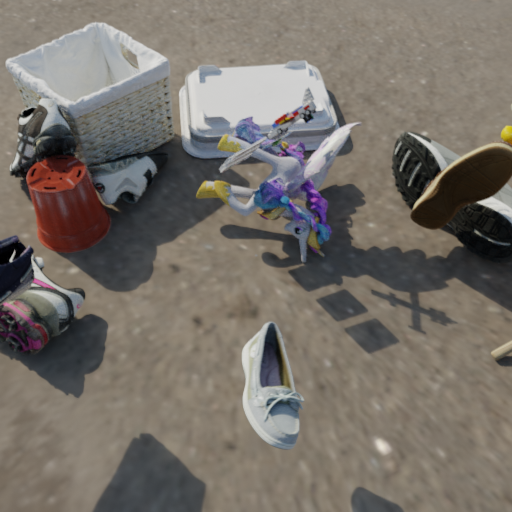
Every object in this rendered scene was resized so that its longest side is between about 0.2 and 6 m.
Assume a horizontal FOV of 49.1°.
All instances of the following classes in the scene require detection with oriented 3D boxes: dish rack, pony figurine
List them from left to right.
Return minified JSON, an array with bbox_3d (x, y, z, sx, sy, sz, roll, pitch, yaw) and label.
[{"bbox_3d":[0.032,-3.412,12.359,3.439,0.749,2.952,-5,48,-6],"label":"dish rack"},{"bbox_3d":[0.538,-1.403,9.902,2.510,2.091,2.423,29,81,4],"label":"pony figurine"}]

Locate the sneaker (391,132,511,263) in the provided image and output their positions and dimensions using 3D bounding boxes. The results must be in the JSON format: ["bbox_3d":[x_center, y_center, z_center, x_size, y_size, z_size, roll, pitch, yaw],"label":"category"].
[{"bbox_3d":[3.730,-1.166,10.206,1.259,1.174,3.176,-23,58,-31],"label":"sneaker"}]

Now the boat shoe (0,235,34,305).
[{"bbox_3d":[-3.293,0.383,6.487,0.626,0.778,1.678,34,44,6],"label":"boat shoe"}]

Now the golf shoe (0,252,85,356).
[{"bbox_3d":[-4.066,0.411,8.848,2.888,1.048,1.330,29,44,14],"label":"golf shoe"}]

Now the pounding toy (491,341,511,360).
[{"bbox_3d":[4.737,0.940,8.000,1.745,1.895,1.347,-21,50,-36],"label":"pounding toy"}]

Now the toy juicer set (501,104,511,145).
[{"bbox_3d":[5.923,-2.630,11.827,1.392,0.595,2.188,1,52,22],"label":"toy juicer set"}]

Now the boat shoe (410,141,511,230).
[{"bbox_3d":[3.240,-1.218,8.797,0.797,2.209,0.795,29,61,-2],"label":"boat shoe"}]

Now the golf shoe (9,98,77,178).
[{"bbox_3d":[-3.984,-2.122,10.345,0.907,2.332,1.102,-12,88,-42],"label":"golf shoe"}]

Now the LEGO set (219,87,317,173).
[{"bbox_3d":[0.224,-1.985,8.851,1.791,1.338,0.440,-31,94,-12],"label":"LEGO set"}]

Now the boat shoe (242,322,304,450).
[{"bbox_3d":[0.185,1.398,6.182,0.565,0.492,1.534,18,32,-19],"label":"boat shoe"}]

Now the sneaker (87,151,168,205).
[{"bbox_3d":[-2.369,-1.496,10.752,0.747,0.892,2.016,-1,19,32],"label":"sneaker"}]

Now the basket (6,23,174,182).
[{"bbox_3d":[-3.204,-3.147,11.321,2.341,1.900,2.362,36,58,28],"label":"basket"}]

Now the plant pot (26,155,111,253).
[{"bbox_3d":[-3.336,-0.967,9.804,1.323,1.286,1.323,0,48,0],"label":"plant pot"}]
